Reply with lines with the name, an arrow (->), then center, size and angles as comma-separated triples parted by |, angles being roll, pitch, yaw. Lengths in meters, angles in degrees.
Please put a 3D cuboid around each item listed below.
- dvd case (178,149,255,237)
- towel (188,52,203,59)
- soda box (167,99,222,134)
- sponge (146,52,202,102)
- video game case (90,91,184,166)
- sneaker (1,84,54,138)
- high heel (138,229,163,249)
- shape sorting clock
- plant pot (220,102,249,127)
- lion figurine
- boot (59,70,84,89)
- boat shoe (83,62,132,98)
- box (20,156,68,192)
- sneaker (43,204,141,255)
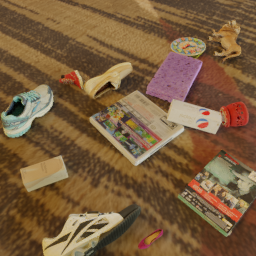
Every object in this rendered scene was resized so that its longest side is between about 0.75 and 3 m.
dvd case -> 3.073, 1.947, 8.972 | 1.823, 0.275, 2.497 | 36, 59, 27
towel -> 3.330, -3.656, 13.903 | 0.416, 0.087, 0.968 | 32, 56, 24
soda box -> 2.485, -0.434, 10.533 | 1.914, 0.652, 0.609 | 16, 40, 2
sponge -> 2.117, -2.290, 12.487 | 1.631, 0.436, 2.924 | 22, 52, 15
video game case -> 0.315, -0.131, 10.738 | 2.485, 0.313, 2.727 | -33, 58, -25
sneaker -> -3.819, -0.908, 10.821 | 1.051, 1.169, 2.709 | 16, 51, 13
high heel -> 0.626, 3.104, 7.895 | 0.808, 0.388, 0.272 | -29, 55, -22
shape sorting clock -> 3.023, -4.134, 14.095 | 1.740, 0.341, 1.740 | -2, 49, 2
plant pot -> 3.991, -0.494, 10.670 | 0.831, 0.913, 0.913 | -9, 50, 1
lion figurine -> 5.047, -4.221, 13.981 | 1.642, 0.972, 2.681 | 0, 63, -10
boot -> -2.477, -2.003, 12.261 | 0.930, 0.467, 1.289 | -20, 45, -15
boat shoe -> -0.716, -1.972, 11.959 | 2.320, 0.855, 0.803 | -31, 69, -10
box -> -2.731, 1.488, 9.186 | 1.359, 0.528, 0.645 | -20, 52, -16
sneaker -> -1.008, 2.715, 7.772 | 2.906, 1.077, 1.286 | -27, 57, -22
